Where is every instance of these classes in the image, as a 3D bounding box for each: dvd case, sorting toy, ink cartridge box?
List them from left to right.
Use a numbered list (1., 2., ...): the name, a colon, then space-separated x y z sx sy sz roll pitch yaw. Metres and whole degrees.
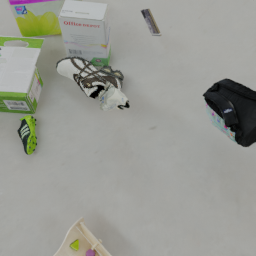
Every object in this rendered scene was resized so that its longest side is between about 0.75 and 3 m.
1. ink cartridge box: -4.277 -2.049 10.470 2.108 1.081 2.853 4 60 3
2. sorting toy: -1.246 3.491 7.307 1.615 0.863 1.454 41 52 20
3. ink cartridge box: -1.534 -3.500 10.572 1.656 2.279 0.997 6 61 4
4. dvd case: 0.799 -3.678 9.801 0.079 0.983 0.731 -35 27 -5

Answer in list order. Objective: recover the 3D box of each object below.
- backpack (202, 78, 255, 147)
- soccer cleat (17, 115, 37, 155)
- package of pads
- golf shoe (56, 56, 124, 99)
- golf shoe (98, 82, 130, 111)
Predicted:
1. backpack: 3.197 -0.498 8.365 1.764 1.338 2.114 -31 46 -10
2. soccer cleat: -3.466 0.263 9.572 0.612 0.510 1.511 -16 60 11
3. package of pads: -3.225 -4.869 11.397 2.852 2.203 0.973 -8 57 -3
4. golf shoe: -1.545 -1.801 10.361 2.674 1.040 1.263 14 62 9
5. golf shoe: -0.390 -0.767 8.848 0.920 1.892 0.741 30 86 3
